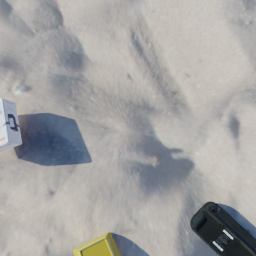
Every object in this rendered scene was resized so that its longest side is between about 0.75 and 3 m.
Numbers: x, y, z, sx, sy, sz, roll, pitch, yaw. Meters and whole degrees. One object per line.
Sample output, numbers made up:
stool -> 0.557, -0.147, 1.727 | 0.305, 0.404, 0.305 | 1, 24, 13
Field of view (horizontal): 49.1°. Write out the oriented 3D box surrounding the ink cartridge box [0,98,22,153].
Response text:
ink cartridge box -> -3.578, -0.030, 7.796 | 0.942, 0.549, 1.301 | -20, 73, 16

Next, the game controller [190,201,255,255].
game controller -> 2.652, 2.951, 7.645 | 1.932, 0.407, 1.008 | 43, 96, 8

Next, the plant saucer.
plant saucer -> -0.767, 3.389, 7.252 | 1.101, 0.267, 1.101 | -23, 56, -13
